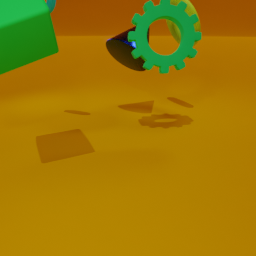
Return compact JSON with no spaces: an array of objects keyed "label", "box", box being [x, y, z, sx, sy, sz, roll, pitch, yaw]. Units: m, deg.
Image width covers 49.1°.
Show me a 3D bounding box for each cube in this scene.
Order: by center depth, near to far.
[{"label":"cube","box":[-2.114,-1.933,4.904,1.264,1.264,1.264,-25,-12,-13]}]

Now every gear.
[{"label":"gear","box":[0.918,-2.302,7.075,1.797,1.797,0.332,-1,9,-4]}]

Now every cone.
[{"label":"cone","box":[0.331,-2.921,9.027,1.541,1.546,1.541,29,-12,7]}]

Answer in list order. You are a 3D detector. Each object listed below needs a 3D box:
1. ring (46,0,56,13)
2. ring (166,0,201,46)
[{"label":"ring","box":[-2.320,-3.402,7.064,1.134,1.134,0.227,9,43,23]},{"label":"ring","box":[1.741,-3.388,8.995,0.335,1.677,1.677,-29,27,-10]}]
